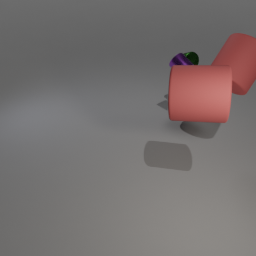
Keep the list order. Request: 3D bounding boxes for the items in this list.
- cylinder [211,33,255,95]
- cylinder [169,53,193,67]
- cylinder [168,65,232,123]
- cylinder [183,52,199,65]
[{"bbox_3d":[3.431,-1.973,8.774,1.400,1.400,1.400,32,3,-2],"label":"cylinder"},{"bbox_3d":[2.103,-2.469,11.041,0.700,0.700,0.700,-26,70,-36],"label":"cylinder"},{"bbox_3d":[1.774,-0.853,7.004,1.400,1.400,1.400,3,32,14],"label":"cylinder"},{"bbox_3d":[2.513,-2.829,11.828,0.700,0.700,0.700,-13,12,-20],"label":"cylinder"}]
